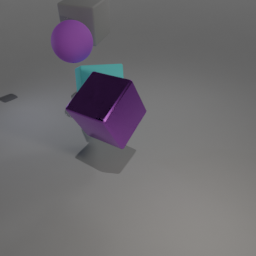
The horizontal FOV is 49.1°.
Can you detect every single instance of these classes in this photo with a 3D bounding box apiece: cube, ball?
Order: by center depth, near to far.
[{"bbox_3d":[-0.559,-0.501,7.791,1.400,1.400,1.400,19,67,32],"label":"cube"},{"bbox_3d":[-1.887,-2.913,9.476,1.400,1.400,1.400,0,33,0],"label":"ball"},{"bbox_3d":[-0.986,-1.418,9.619,1.400,1.400,1.400,-7,10,-16],"label":"cube"},{"bbox_3d":[-1.583,-4.074,10.450,1.400,1.400,1.400,13,43,15],"label":"cube"}]
